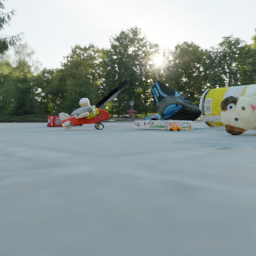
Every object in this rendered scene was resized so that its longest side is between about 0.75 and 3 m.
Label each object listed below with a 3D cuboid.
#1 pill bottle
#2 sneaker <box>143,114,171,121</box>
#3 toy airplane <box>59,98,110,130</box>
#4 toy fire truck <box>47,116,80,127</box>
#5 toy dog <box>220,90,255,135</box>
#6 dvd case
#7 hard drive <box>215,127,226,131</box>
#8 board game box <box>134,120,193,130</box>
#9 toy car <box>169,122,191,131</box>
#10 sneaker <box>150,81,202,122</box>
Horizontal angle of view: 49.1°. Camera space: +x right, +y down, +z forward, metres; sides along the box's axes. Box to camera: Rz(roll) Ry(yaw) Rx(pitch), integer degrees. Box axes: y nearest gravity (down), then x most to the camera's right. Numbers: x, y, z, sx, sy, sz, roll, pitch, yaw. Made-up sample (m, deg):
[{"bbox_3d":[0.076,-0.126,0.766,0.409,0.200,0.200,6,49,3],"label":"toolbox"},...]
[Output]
[{"bbox_3d":[4.469,-0.831,11.080,1.652,1.652,2.950,-1,2,-40],"label":"pill bottle"},{"bbox_3d":[0.932,-0.264,10.558,0.694,0.576,1.452,-3,2,-31],"label":"sneaker"},{"bbox_3d":[-1.438,-0.431,8.682,1.399,0.987,1.393,1,3,28],"label":"toy airplane"},{"bbox_3d":[-3.125,-0.329,13.836,1.529,0.528,2.168,-1,1,-10],"label":"toy fire truck"},{"bbox_3d":[2.493,-0.317,5.513,1.376,0.960,1.334,-2,-5,-20],"label":"toy dog"},{"bbox_3d":[-1.275,-1.255,14.177,2.788,0.245,1.989,-43,3,-24],"label":"dvd case"},{"bbox_3d":[3.045,0.015,8.340,0.538,0.109,0.816,1,2,44],"label":"hard drive"},{"bbox_3d":[1.097,-0.094,8.948,1.045,0.286,1.655,0,1,-35],"label":"board game box"},{"bbox_3d":[1.452,-0.044,7.822,0.372,0.252,0.759,2,3,40],"label":"toy car"},{"bbox_3d":[1.752,-0.827,9.920,1.063,1.189,2.904,-36,-25,17],"label":"sneaker"}]
